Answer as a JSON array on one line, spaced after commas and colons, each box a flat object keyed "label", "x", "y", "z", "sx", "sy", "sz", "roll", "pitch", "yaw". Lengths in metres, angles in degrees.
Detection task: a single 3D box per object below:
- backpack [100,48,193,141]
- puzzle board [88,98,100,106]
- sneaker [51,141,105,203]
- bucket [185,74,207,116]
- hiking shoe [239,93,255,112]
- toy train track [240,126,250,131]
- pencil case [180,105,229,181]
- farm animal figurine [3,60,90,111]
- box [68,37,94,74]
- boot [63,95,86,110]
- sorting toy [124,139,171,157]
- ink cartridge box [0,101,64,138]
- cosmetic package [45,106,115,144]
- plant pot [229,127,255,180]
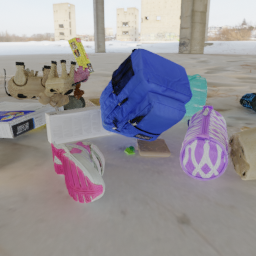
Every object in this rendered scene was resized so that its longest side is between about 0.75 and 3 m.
[{"label": "backpack", "x": 0.293, "y": -0.671, "z": 8.015, "sx": 2.010, "sy": 2.473, "sz": 2.075, "roll": 19, "pitch": 52, "yaw": -30}, {"label": "puzzle board", "x": -0.472, "y": -1.233, "z": 13.531, "sx": 2.458, "sy": 0.214, "sz": 1.853, "roll": -8, "pitch": 19, "yaw": -24}, {"label": "sneaker", "x": -0.979, "y": 0.811, "z": 6.352, "sx": 1.056, "sy": 0.973, "sz": 2.393, "roll": -12, "pitch": 23, "yaw": -25}, {"label": "bucket", "x": 2.436, "y": -1.339, "z": 11.491, "sx": 1.221, "sy": 1.877, "sz": 1.877, "roll": 6, "pitch": 19, "yaw": 1}, {"label": "hiking shoe", "x": 5.469, "y": -1.083, "z": 12.369, "sx": 1.025, "sy": 0.879, "sz": 2.364, "roll": -5, "pitch": 8, "yaw": 27}, {"label": "toy train track", "x": 4.439, "y": 0.106, "z": 9.669, "sx": 1.239, "sy": 0.202, "sz": 0.711, "roll": 1, "pitch": 11, "yaw": -16}, {"label": "pencil case", "x": 2.105, "y": 0.286, "z": 7.525, "sx": 1.197, "sy": 1.219, "sz": 2.852, "roll": 9, "pitch": 22, "yaw": 13}, {"label": "farm animal figurine", "x": -2.674, "y": -1.315, "z": 9.338, "sx": 2.864, "sy": 1.510, "sz": 2.896, "roll": 4, "pitch": 2, "yaw": -3}, {"label": "box", "x": -1.742, "y": -2.664, "z": 10.462, "sx": 0.349, "sy": 1.391, "sz": 0.524, "roll": -19, "pitch": 11, "yaw": 19}, {"label": "boot", "x": -3.145, "y": -1.013, "z": 12.100, "sx": 2.344, "sy": 0.794, "sz": 1.531, "roll": 7, "pitch": 26, "yaw": 24}, {"label": "sorting toy", "x": 0.526, "y": 0.581, "z": 8.225, "sx": 1.302, "sy": 0.192, "sz": 0.963, "roll": 2, "pitch": 24, "yaw": -5}, {"label": "ink cartridge box", "x": -4.405, "y": -0.375, "z": 10.297, "sx": 2.933, "sy": 0.689, "sz": 2.899, "roll": 0, "pitch": 18, "yaw": 22}, {"label": "cosmetic package", "x": -1.460, "y": -0.156, "z": 9.206, "sx": 2.327, "sy": 0.961, "sz": 0.589, "roll": -10, "pitch": 16, "yaw": -28}, {"label": "plant pot", "x": 3.303, "y": 0.525, "z": 6.550, "sx": 1.532, "sy": 1.674, "sz": 1.674, "roll": -10, "pitch": 19, "yaw": 1}]
